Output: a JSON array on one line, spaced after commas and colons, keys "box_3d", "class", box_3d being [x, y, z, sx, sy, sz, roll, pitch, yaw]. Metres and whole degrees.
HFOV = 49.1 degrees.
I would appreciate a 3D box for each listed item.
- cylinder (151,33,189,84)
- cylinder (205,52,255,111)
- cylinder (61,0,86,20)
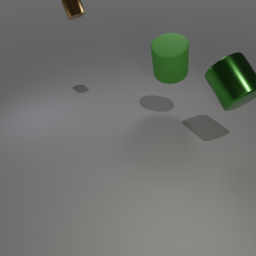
[{"box_3d": [1.642, -2.687, 10.886, 1.400, 1.400, 1.400, -5, 54, 7], "class": "cylinder"}, {"box_3d": [3.474, -1.492, 9.186, 1.400, 1.400, 1.400, -18, 72, -25], "class": "cylinder"}, {"box_3d": [-2.055, -4.557, 10.578, 0.700, 0.700, 0.700, -21, 14, 5], "class": "cylinder"}]
